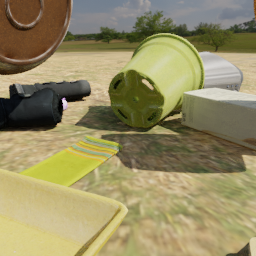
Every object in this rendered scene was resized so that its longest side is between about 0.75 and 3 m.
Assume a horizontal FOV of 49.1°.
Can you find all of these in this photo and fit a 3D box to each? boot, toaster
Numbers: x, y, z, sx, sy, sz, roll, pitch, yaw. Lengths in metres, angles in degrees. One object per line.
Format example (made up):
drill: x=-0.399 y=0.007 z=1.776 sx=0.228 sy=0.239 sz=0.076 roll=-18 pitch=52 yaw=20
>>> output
boot: x=-2.607 y=-1.199 z=9.956 sx=2.775 sy=0.911 sz=2.287 roll=-5 pitch=20 yaw=-28
boot: x=-2.935 y=-0.420 z=7.040 sx=2.327 sy=1.058 sz=2.769 roll=-4 pitch=12 yaw=1
toaster: x=2.474 y=-1.722 z=9.813 sx=1.760 sy=1.548 sz=2.724 roll=-10 pitch=38 yaw=-20

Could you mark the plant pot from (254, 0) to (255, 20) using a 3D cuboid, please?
plant pot: x=3.612 y=-2.236 z=4.404 sx=2.527 sy=2.527 sz=1.769 roll=-1 pitch=20 yaw=-3

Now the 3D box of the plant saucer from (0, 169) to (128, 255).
plant saucer: x=-1.652 y=1.292 z=2.563 sx=2.577 sy=0.624 sz=2.577 roll=8 pitch=20 yaw=25

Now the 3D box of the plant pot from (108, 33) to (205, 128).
plant pot: x=0.673 y=-1.183 z=7.932 sx=2.461 sy=2.461 sz=2.263 roll=9 pitch=32 yaw=26

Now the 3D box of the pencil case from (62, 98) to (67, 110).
pencil case: x=-2.325 y=-0.661 z=8.880 sx=0.407 sy=0.415 sz=0.970 roll=2 pitch=16 yaw=21

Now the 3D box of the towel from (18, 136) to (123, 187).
towel: x=-1.057 y=0.637 z=5.239 sx=0.987 sy=0.207 sz=2.293 roll=8 pitch=20 yaw=26

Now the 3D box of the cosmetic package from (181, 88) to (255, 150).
cosmetic package: x=2.705 y=-0.296 z=6.895 sx=1.381 sy=0.933 sz=2.626 roll=-11 pitch=21 yaw=-30

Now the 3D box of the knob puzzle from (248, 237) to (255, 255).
knob puzzle: x=1.922 y=1.514 z=2.431 sx=1.979 sy=0.274 sz=1.979 roll=1 pitch=18 yaw=0

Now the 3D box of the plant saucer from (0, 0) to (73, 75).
plant saucer: x=-2.096 y=-2.391 z=5.400 sx=0.475 sy=2.962 sz=2.962 roll=26 pitch=29 yaw=28
